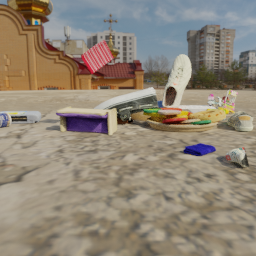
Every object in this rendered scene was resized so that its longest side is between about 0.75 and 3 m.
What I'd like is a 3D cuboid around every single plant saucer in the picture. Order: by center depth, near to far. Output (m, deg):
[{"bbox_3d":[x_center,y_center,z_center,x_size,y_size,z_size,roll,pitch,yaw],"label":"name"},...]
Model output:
[{"bbox_3d":[1.212,-0.717,13.678,2.317,0.410,2.317,1,11,0],"label":"plant saucer"}]

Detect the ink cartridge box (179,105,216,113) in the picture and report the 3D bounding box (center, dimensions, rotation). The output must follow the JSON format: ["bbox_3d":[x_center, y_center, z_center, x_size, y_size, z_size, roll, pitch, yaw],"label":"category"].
[{"bbox_3d":[3.422,-0.896,14.764,2.126,0.533,1.711,-2,10,9],"label":"ink cartridge box"}]

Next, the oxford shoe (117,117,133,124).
[{"bbox_3d":[-0.192,-0.341,11.962,0.960,0.342,0.342,-5,16,-34],"label":"oxford shoe"}]

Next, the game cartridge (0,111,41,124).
[{"bbox_3d":[-5.154,-0.482,12.511,2.369,0.479,1.580,-2,6,-11],"label":"game cartridge"}]

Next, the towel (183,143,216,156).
[{"bbox_3d":[1.865,0.545,7.279,0.564,0.189,0.763,8,13,43],"label":"towel"}]

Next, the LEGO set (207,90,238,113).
[{"bbox_3d":[5.442,-1.533,15.565,1.373,1.111,2.984,20,9,26],"label":"LEGO set"}]

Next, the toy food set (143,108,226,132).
[{"bbox_3d":[2.130,-0.386,11.078,2.864,0.704,2.894,-9,14,-41],"label":"toy food set"}]

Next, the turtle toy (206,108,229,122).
[{"bbox_3d":[3.932,-0.583,12.577,0.834,0.578,1.144,-1,9,-12],"label":"turtle toy"}]

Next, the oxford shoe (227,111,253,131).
[{"bbox_3d":[4.432,-0.339,11.025,0.858,0.659,2.283,-1,7,12],"label":"oxford shoe"}]

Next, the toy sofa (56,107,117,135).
[{"bbox_3d":[-1.468,-0.238,9.869,2.047,0.848,0.999,4,15,20],"label":"toy sofa"}]

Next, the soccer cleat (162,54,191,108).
[{"bbox_3d":[2.211,-2.060,12.729,0.963,2.781,1.079,14,-1,25],"label":"soccer cleat"}]

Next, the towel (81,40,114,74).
[{"bbox_3d":[-1.010,-2.353,9.321,1.022,0.739,0.115,-40,35,-15],"label":"towel"}]

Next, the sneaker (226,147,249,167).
[{"bbox_3d":[2.450,0.687,6.316,0.448,0.338,0.959,-14,6,21],"label":"sneaker"}]

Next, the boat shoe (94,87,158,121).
[{"bbox_3d":[-0.106,-0.785,11.475,2.838,1.006,1.023,-19,-6,2],"label":"boat shoe"}]

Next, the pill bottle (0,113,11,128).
[{"bbox_3d":[-5.115,-0.269,10.828,0.568,0.568,1.024,7,12,35],"label":"pill bottle"}]

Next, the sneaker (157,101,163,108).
[{"bbox_3d":[2.498,-1.494,18.104,1.504,0.527,0.586,6,8,-4],"label":"sneaker"}]
